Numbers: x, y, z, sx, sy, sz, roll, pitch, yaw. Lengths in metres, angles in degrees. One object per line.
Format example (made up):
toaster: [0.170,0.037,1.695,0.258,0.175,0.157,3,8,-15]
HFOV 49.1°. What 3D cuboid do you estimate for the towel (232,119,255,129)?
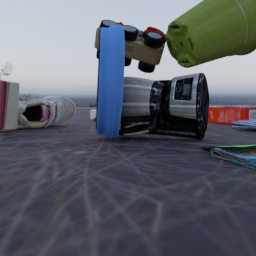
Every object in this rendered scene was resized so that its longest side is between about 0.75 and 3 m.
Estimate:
towel: [5.228,-0.052,9.294,2.985,0.356,2.161,-5,10,-34]

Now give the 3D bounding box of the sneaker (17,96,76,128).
sneaker: [-3.045,-0.527,10.257,1.274,1.175,2.889,10,17,44]

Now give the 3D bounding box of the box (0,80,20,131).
box: [-4.849,-0.717,8.006,1.850,1.576,2.894,10,9,20]

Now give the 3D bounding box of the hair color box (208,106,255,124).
hair color box: [4.446,-0.591,12.293,1.229,0.741,2.421,-4,6,-31]

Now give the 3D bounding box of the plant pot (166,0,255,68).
plant pot: [2.379,-2.853,8.365,2.190,2.306,2.306,-29,14,-16]

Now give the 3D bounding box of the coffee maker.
coffee maker: [0.846,-0.578,7.290,2.410,1.623,2.315,4,2,19]

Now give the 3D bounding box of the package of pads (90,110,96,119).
package of pads: [-1.037,-0.687,14.476,1.587,0.541,1.226,1,4,19]

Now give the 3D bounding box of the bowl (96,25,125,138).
bowl: [-0.496,-1.126,6.965,0.542,2.764,2.764,2,5,-7]

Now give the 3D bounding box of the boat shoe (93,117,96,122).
boat shoe: [-1.245,-0.421,12.657,0.370,0.371,1.028,3,12,18]

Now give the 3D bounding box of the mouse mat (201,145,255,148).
mouse mat: [2.236,0.326,5.069,1.509,0.057,1.214,-3,-4,-10]

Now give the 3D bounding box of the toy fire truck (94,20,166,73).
toy fire truck: [0.160,-2.936,9.509,2.149,1.571,2.441,15,40,2]

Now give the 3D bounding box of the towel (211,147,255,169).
towel: [2.202,0.430,4.500,1.414,0.153,1.037,-2,6,-22]
